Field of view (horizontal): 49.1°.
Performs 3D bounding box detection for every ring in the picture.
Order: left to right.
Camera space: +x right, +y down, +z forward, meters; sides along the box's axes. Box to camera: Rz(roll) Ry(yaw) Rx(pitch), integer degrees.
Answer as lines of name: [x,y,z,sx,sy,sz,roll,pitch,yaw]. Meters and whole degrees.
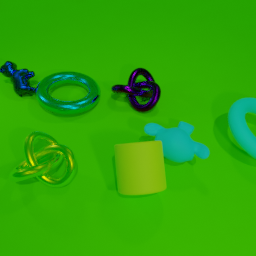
ring: [-1.902,-1.165,8.977,2.052,0.410,2.052,4,43,-4]
ring: [3.538,0.047,7.329,2.027,0.405,2.027,12,53,-16]

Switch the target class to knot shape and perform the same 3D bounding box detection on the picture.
knot shape: [-2.090,0.717,6.949,1.612,0.745,1.508,-5,47,-7]
knot shape: [0.396,-1.305,8.977,1.620,0.749,1.516,23,50,17]

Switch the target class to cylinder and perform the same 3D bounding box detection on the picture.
cylinder: [0.272,0.872,6.325,1.090,1.090,1.090,-5,86,-5]

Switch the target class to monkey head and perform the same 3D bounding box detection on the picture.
monkey head: [1.277,0.270,7.079,1.675,1.009,1.205,25,74,17]

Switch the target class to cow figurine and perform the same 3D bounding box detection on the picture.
cow figurine: [-3.693,-1.615,9.237,1.207,0.673,1.227,-8,87,14]
